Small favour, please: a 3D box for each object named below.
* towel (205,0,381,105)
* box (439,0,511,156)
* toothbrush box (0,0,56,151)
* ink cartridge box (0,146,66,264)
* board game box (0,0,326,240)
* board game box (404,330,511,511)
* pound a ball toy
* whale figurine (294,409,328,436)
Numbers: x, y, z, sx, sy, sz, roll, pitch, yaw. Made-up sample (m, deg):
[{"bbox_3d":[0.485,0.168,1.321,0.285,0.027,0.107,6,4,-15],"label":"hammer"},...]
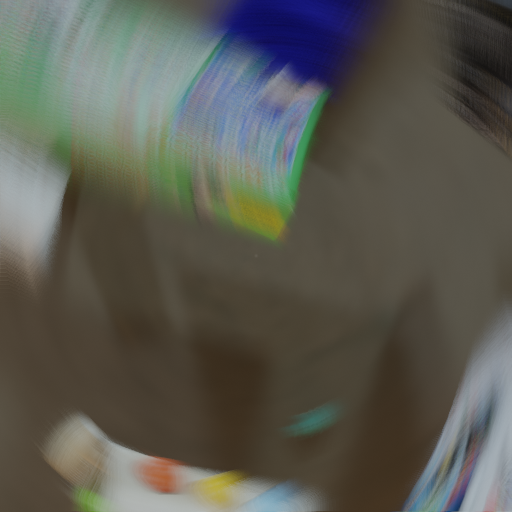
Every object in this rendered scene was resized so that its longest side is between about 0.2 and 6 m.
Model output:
[{"bbox_3d":[0.793,-4.044,8.616,2.151,0.722,2.913,29,88,0],"label":"towel"},{"bbox_3d":[3.151,-1.823,5.993,0.744,2.991,2.359,-47,64,5],"label":"box"},{"bbox_3d":[-3.314,-2.768,8.162,0.900,1.544,2.109,-14,87,-1],"label":"toothbrush box"},{"bbox_3d":[-2.182,-0.554,4.725,0.994,1.235,0.309,37,103,-24],"label":"ink cartridge box"},{"bbox_3d":[-1.189,-1.851,6.370,3.790,2.550,0.552,23,133,-3],"label":"board game box"},{"bbox_3d":[2.478,1.906,5.835,0.662,3.827,2.416,28,71,19],"label":"board game box"},{"bbox_3d":[-0.828,2.661,6.144,2.685,1.751,1.141,26,98,-18],"label":"pound a ball toy"},{"bbox_3d":[0.853,2.580,8.605,0.515,0.267,0.409,-25,88,0],"label":"whale figurine"}]
